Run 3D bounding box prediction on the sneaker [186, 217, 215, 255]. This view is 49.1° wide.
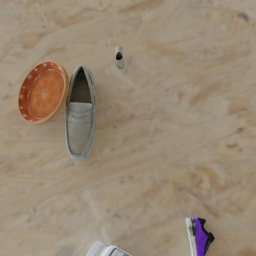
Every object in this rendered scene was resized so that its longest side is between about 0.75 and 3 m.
[{"bbox_3d":[1.922,2.953,7.178,0.652,0.456,1.311,-8,75,1],"label":"sneaker"}]

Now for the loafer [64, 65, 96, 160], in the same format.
[{"bbox_3d":[-1.371,-0.456,7.857,0.935,0.933,2.675,-2,75,0],"label":"loafer"}]

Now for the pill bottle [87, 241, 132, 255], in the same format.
[{"bbox_3d":[-0.243,3.399,6.727,1.511,0.875,0.875,21,75,20],"label":"pill bottle"}]

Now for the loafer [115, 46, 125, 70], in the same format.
[{"bbox_3d":[-0.264,-2.053,8.365,0.287,0.758,0.259,0,43,10],"label":"loafer"}]

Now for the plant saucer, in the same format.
[{"bbox_3d":[-2.386,-0.988,7.947,1.867,0.301,1.867,-10,71,29],"label":"plant saucer"}]
